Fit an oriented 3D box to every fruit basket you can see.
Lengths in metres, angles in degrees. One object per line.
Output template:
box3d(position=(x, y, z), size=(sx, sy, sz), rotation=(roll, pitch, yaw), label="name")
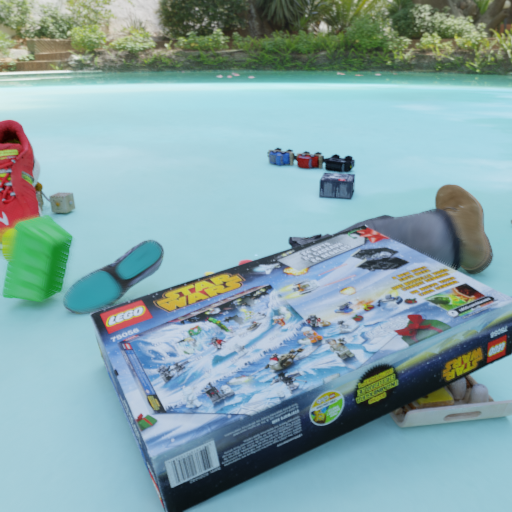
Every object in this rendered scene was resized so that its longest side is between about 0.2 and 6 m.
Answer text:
box3d(position=(-3.183, -0.038, 7.724), size=(1.194, 1.194, 0.861), rotation=(6, 15, 15), label="fruit basket")

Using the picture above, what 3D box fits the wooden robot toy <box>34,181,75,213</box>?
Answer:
box3d(position=(-4.956, -1.498, 11.948), size=(2.281, 1.035, 1.005), rotation=(11, 23, 28), label="wooden robot toy")

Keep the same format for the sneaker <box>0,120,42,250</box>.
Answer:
box3d(position=(-4.717, -1.420, 10.487), size=(1.207, 1.331, 3.134), rotation=(-9, 49, -16), label="sneaker")

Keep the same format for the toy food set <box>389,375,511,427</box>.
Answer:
box3d(position=(1.776, 1.166, 5.853), size=(1.124, 0.473, 1.566), rotation=(-3, 21, -10), label="toy food set")

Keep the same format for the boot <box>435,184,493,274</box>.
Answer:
box3d(position=(3.239, -0.633, 9.117), size=(0.739, 0.721, 1.958), rotation=(33, 35, -27), label="boot")

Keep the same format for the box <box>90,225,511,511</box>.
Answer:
box3d(position=(0.358, 0.808, 5.786), size=(3.635, 0.725, 2.488), rotation=(-18, 27, -19), label="box")

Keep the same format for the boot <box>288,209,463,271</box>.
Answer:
box3d(position=(1.544, -0.034, 7.996), size=(1.764, 0.935, 2.680), rotation=(-12, 2, -13), label="boot")

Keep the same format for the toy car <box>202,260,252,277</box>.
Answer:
box3d(position=(-0.147, 0.394, 8.084), size=(1.325, 0.295, 1.247), rotation=(-18, 28, -39), label="toy car")

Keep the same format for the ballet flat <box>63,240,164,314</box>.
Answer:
box3d(position=(-1.930, 0.338, 7.784), size=(1.521, 0.547, 0.547), rotation=(-34, 31, -12), label="ballet flat")

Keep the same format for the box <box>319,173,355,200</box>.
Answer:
box3d(position=(1.906, -1.648, 13.154), size=(0.761, 0.435, 0.836), rotation=(4, 21, 13), label="box")

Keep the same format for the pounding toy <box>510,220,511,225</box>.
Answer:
box3d(position=(5.675, -0.567, 10.343), size=(1.136, 0.683, 1.472), rotation=(-14, -3, -14), label="pounding toy")

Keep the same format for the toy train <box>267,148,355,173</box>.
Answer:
box3d(position=(1.467, -2.690, 15.897), size=(2.668, 0.455, 0.611), rotation=(11, 36, 25), label="toy train")
